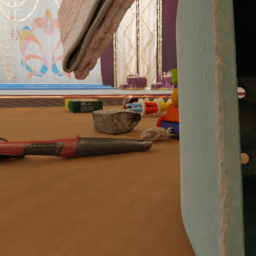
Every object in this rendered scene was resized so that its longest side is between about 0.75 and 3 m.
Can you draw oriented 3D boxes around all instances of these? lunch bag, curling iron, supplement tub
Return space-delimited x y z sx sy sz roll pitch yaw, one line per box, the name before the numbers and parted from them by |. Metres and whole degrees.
lunch bag | -0.248 -0.189 6.678 0.956 0.562 0.784 -13 14 -39
curling iron | -0.874 0.253 4.243 2.632 0.336 0.652 -2 8 -17
supplement tub | 0.161 -1.002 12.084 0.710 0.710 1.327 -2 8 -11

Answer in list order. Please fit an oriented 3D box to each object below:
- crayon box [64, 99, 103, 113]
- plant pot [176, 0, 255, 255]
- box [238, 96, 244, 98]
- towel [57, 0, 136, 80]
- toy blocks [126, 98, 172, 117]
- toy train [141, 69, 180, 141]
crayon box | -2.121 -1.052 12.980 1.360 0.558 2.163 -3 8 -22
plant pot | 1.180 -0.106 1.953 1.849 1.854 1.889 0 -6 -3
box | 4.348 -0.840 10.639 0.774 0.770 0.506 -4 9 -27
towel | -0.251 -2.015 3.415 0.373 2.313 2.209 22 31 -30
toy blocks | 0.668 -0.820 10.860 1.850 0.672 1.542 -3 9 -20
toy train | 1.071 -0.542 5.719 2.601 1.505 1.101 -7 10 -42
